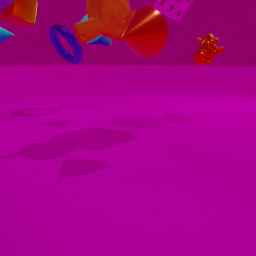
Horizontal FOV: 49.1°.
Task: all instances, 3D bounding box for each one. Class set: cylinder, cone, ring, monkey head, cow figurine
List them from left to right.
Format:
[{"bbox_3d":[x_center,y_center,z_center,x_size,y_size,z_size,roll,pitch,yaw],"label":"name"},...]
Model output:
[{"bbox_3d":[-2.759,-2.750,4.888,1.381,1.381,1.381,-29,24,15],"label":"cylinder"},{"bbox_3d":[-3.519,-2.506,7.510,0.954,0.950,0.950,-14,19,-40],"label":"cone"},{"bbox_3d":[-2.315,-3.083,10.422,1.630,1.630,0.326,16,54,48],"label":"ring"},{"bbox_3d":[-0.604,-2.479,6.073,1.379,1.916,1.155,-26,57,-6],"label":"monkey head"},{"bbox_3d":[-0.791,-2.844,8.687,1.098,1.098,1.102,7,-11,28],"label":"cone"},{"bbox_3d":[0.109,-1.604,4.832,0.908,0.908,0.911,7,24,27],"label":"cone"},{"bbox_3d":[2.581,-2.616,9.418,1.325,0.727,1.304,-47,21,-10],"label":"cow figurine"}]

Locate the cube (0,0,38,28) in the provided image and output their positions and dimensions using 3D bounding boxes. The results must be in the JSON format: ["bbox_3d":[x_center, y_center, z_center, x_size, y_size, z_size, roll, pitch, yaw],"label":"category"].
[{"bbox_3d":[-3.417,-3.693,8.768,0.777,0.777,0.777,6,-1,39],"label":"cube"}]

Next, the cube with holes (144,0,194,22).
[{"bbox_3d":[0.951,-3.710,6.990,1.271,1.271,1.271,-3,48,-52],"label":"cube with holes"}]
